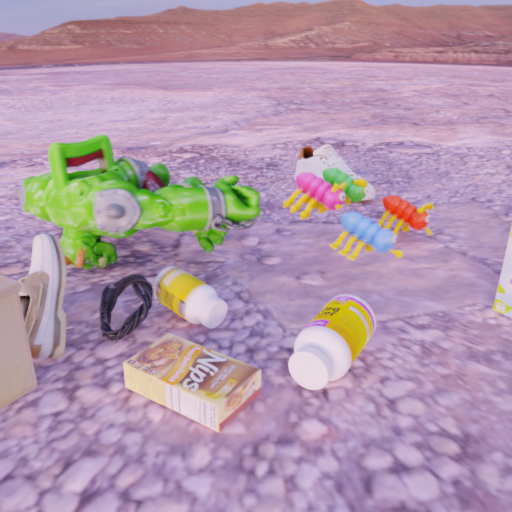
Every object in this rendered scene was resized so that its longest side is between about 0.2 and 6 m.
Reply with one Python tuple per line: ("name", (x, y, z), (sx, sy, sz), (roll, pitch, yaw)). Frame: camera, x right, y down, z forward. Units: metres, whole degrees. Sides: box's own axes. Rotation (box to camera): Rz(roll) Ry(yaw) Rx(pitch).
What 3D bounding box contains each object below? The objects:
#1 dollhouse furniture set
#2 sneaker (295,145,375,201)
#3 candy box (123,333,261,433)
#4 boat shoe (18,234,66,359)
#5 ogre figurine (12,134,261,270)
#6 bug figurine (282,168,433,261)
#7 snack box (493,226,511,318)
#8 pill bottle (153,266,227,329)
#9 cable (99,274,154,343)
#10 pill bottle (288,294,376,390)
("dollhouse furniture set", (-3.978, 0.905, 6.998), (2.286, 1.488, 2.100), (15, 28, 29))
("sneaker", (1.922, -2.151, 14.192), (0.985, 1.145, 2.704), (-16, 30, -34))
("candy box", (-0.796, 1.516, 6.932), (1.508, 0.417, 0.870), (14, 28, 31))
("boat shoe", (-3.010, 0.503, 7.704), (0.622, 0.680, 1.819), (6, 62, -35))
("ogre figurine", (-2.514, -1.052, 10.430), (2.801, 2.292, 4.671), (-9, 35, -46))
("bug figurine", (2.010, -0.918, 10.649), (2.530, 0.839, 3.263), (33, 27, 20))
("snack box", (4.373, 0.270, 8.125), (0.577, 1.704, 1.437), (-18, 30, -34))
("pill bottle", (-0.983, 0.639, 8.428), (1.109, 0.617, 0.617), (27, 35, 32))
("cable", (-1.874, 0.768, 8.067), (0.850, 0.265, 1.042), (-11, 54, 16))
("pill bottle", (0.993, 1.132, 7.377), (0.766, 0.766, 1.470), (13, 28, 27))
